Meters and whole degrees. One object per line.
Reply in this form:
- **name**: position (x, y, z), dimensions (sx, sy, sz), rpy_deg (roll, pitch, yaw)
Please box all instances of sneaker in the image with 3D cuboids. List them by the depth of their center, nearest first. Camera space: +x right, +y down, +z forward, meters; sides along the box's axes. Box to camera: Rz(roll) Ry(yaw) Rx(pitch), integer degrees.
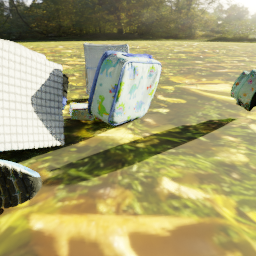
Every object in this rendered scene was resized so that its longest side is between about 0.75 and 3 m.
- **sneaker**: position (-2.626, 0.790, 5.326), dimensions (2.324, 0.911, 1.045), rpy_deg (7, 19, 17)

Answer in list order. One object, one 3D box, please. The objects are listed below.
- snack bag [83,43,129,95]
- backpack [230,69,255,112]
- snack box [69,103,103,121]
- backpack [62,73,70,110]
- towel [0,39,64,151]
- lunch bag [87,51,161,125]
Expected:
- **snack bag**: position (-0.816, -2.584, 12.209), dimensions (2.155, 2.285, 0.245), rpy_deg (-4, 3, -18)
- **backpack**: position (4.081, -1.340, 9.376), dimensions (1.019, 1.169, 1.330), rpy_deg (39, -1, 19)
- **snack box**: position (-1.375, -0.542, 9.303), dimensions (1.067, 0.361, 0.900), rpy_deg (4, 17, -17)
- **backpack**: position (-3.003, -1.252, 8.527), dimensions (1.779, 1.311, 1.949), rpy_deg (-15, -26, 27)
- **towel**: position (-2.667, -0.659, 6.329), dimensions (1.195, 2.313, 2.793), rpy_deg (-2, 0, 21)
- **lunch bag**: position (-0.028, -1.300, 8.668), dimensions (1.071, 2.088, 2.598), rpy_deg (28, 24, 24)
